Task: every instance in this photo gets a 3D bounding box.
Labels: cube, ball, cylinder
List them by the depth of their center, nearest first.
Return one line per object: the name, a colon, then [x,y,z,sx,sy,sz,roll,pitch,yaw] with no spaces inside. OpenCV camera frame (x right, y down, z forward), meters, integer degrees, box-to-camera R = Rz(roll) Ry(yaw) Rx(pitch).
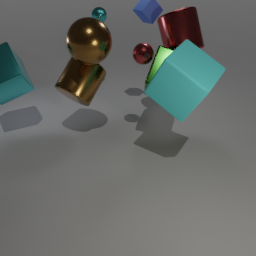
cube: [1.583,-1.328,7.905,1.400,1.400,1.400,39,51,5]
ball: [-1.183,-2.647,8.577,1.400,1.400,1.400,0,30,0]
ball: [0.495,-2.431,9.172,0.700,0.700,0.700,0,30,0]
cube: [1.450,-1.752,9.699,1.400,1.400,1.400,20,-7,5]
cylinder: [1.870,-3.357,9.937,1.400,1.400,1.400,-15,9,2]
cube: [-4.442,-1.899,10.006,1.400,1.400,1.400,-27,78,-6]
cylinder: [-1.697,-1.720,10.095,1.400,1.400,1.400,22,81,33]
cube: [0.766,-4.530,10.738,0.700,0.700,0.700,-53,39,2]
ball: [-1.311,-5.134,12.752,0.700,0.700,0.700,0,30,0]
